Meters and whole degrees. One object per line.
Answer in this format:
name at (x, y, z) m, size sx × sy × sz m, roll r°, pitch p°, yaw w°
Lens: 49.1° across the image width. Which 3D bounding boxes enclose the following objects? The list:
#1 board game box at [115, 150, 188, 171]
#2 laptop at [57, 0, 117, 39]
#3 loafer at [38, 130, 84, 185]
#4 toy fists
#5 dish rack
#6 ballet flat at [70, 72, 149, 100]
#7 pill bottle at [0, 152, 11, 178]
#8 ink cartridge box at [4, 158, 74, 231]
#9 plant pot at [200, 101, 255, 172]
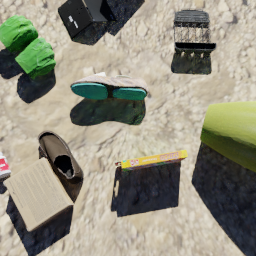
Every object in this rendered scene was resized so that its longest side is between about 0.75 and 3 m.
board game box at (0.737, 1.125, 9.440) m, size 2.359 × 1.127 × 0.354 m, roll -7°, pitch 77°, yaw -2°
laptop at (-1.705, -4.670, 11.546) m, size 1.825 × 0.942 × 1.617 m, roll -31°, pitch 75°, yaw 18°
loafer at (-2.331, 0.920, 9.662) m, size 0.824 × 0.806 × 2.259 m, roll -41°, pitch 79°, yaw -10°
toy fists at (-3.807, -3.145, 10.735) m, size 1.367 × 0.922 × 2.682 m, roll -40°, pitch 80°, yaw -2°
dish rack at (2.588, -3.891, 11.094) m, size 1.621 × 0.577 × 2.114 m, roll 2°, pitch 75°, yaw 0°
ballet flat at (-0.668, -1.573, 10.398) m, size 2.849 × 0.970 × 0.958 m, roll 6°, pitch 54°, yaw -4°
pill bottle at (-4.430, 1.285, 9.747) m, size 0.465 × 0.465 × 0.828 m, roll -26°, pitch 76°, yaw -7°
ink cartridge box at (-2.957, 2.195, 9.370) m, size 1.542 × 0.703 × 1.871 m, roll -31°, pitch 77°, yaw -7°
plant pot at (3.895, 0.146, 9.228) m, size 2.748 × 2.571 × 2.571 m, roll 15°, pitch 75°, yaw 19°
